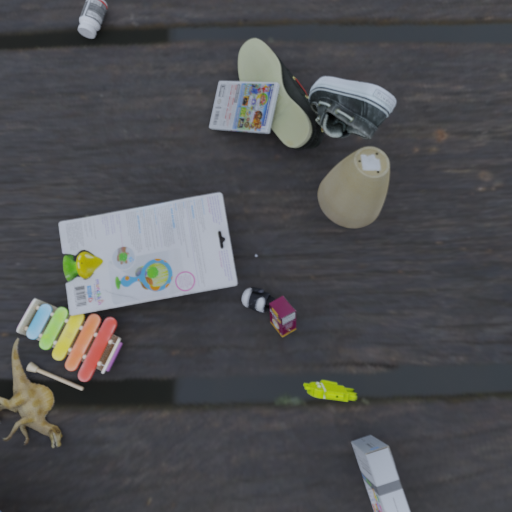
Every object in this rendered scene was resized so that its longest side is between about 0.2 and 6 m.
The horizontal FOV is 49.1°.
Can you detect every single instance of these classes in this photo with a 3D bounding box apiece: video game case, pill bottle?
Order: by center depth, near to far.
[{"bbox_3d":[-0.245,-2.874,10.800,1.347,0.121,0.964,12,89,30],"label":"video game case"},{"bbox_3d":[-3.367,-4.892,11.486,0.435,0.435,0.751,15,79,3],"label":"pill bottle"}]

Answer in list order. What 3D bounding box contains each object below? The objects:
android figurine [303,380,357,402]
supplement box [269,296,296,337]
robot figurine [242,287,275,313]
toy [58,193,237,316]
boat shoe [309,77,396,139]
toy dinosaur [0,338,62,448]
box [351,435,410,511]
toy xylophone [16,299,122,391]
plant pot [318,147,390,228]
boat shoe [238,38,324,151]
[{"bbox_3d":[1.143,2.101,8.722,0.815,0.742,0.167,9,91,1],"label":"android figurine"},{"bbox_3d":[0.473,1.082,9.928,0.321,0.623,0.408,-27,53,-17],"label":"supplement box"},{"bbox_3d":[0.038,0.803,10.161,0.602,0.375,0.452,15,91,18],"label":"robot figurine"},{"bbox_3d":[-1.958,-0.004,10.253,3.022,0.713,1.740,-10,80,-2],"label":"toy"},{"bbox_3d":[1.375,-2.435,9.417,0.869,2.411,0.855,31,94,-21],"label":"boat shoe"},{"bbox_3d":[-4.131,2.551,9.853,1.017,0.585,2.011,-26,86,-21],"label":"toy dinosaur"},{"bbox_3d":[2.118,3.995,8.897,0.421,1.594,2.045,-18,79,-2],"label":"box"},{"bbox_3d":[-3.345,1.605,10.004,1.885,0.473,1.380,16,78,4],"label":"toy xylophone"},{"bbox_3d":[1.757,-1.252,9.459,1.177,1.257,1.177,3,68,-7],"label":"plant pot"},{"bbox_3d":[0.449,-3.124,10.938,0.919,0.787,2.513,-38,73,29],"label":"boat shoe"}]
